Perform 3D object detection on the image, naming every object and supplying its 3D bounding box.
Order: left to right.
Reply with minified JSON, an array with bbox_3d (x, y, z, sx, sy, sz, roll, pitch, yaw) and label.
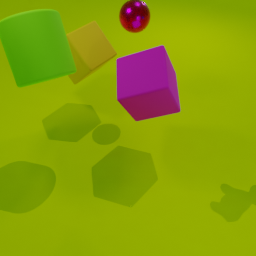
[{"bbox_3d":[-1.881,-1.636,5.882,1.289,1.289,1.289,-15,12,3],"label":"cylinder"},{"bbox_3d":[-1.241,-2.126,7.990,1.125,1.125,1.125,-42,103,-34],"label":"cube"},{"bbox_3d":[0.172,-2.864,7.190,0.814,0.814,0.814,0,44,0],"label":"ball"},{"bbox_3d":[0.477,-0.980,6.467,1.144,1.144,1.144,-12,63,19],"label":"cube"}]
